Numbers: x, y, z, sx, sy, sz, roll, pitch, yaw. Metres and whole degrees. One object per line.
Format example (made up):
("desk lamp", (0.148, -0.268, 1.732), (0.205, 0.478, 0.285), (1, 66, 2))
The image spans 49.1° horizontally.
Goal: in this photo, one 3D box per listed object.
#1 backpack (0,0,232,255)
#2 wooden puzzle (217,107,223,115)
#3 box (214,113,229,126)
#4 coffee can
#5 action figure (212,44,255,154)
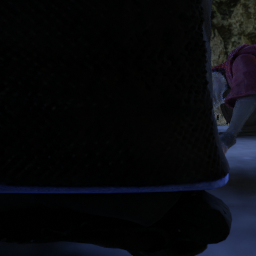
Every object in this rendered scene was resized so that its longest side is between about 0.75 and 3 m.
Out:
("backpack", (-0.919, -0.355, 1.411), (2.253, 1.516, 2.057), (-2, 3, -9))
("wooden puzzle", (3.861, -0.464, 9.736), (1.258, 0.291, 1.166), (36, 48, 28))
("box", (4.213, -0.437, 13.594), (1.977, 0.595, 1.153), (-3, 4, -39))
("coffee can", (4.295, -0.837, 8.425), (2.489, 1.822, 1.822), (-2, 3, -35))
("action figure", (1.748, -0.496, 2.761), (2.502, 1.863, 1.676), (18, 18, 31))
